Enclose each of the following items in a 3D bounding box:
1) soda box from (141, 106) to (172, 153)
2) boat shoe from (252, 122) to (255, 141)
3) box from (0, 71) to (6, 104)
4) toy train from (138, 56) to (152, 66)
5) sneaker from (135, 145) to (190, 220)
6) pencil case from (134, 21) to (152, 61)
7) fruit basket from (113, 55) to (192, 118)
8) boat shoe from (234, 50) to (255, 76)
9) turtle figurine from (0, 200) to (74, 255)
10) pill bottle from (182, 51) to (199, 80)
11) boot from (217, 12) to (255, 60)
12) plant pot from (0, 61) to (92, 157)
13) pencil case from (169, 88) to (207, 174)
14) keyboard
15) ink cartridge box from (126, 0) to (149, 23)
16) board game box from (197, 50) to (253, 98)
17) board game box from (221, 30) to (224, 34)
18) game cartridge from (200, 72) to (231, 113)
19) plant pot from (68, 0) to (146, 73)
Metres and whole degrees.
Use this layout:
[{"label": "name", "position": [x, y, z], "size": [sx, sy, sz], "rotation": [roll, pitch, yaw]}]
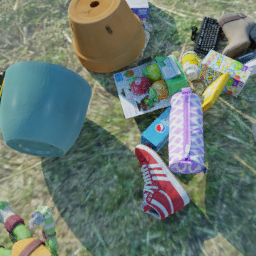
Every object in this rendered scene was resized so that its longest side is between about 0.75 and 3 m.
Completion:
[{"label": "soda box", "position": [1.304, -0.072, 9.563], "size": [0.663, 0.627, 1.956], "rotation": [37, 65, 20]}, {"label": "boat shoe", "position": [4.796, 0.600, 9.101], "size": [0.601, 0.728, 1.943], "rotation": [-20, 62, -10]}, {"label": "box", "position": [-5.484, -1.532, 10.584], "size": [1.715, 0.423, 1.369], "rotation": [0, 60, 0]}, {"label": "toy train", "position": [0.636, -2.510, 10.530], "size": [0.167, 0.224, 0.980], "rotation": [59, 40, -5]}, {"label": "sneaker", "position": [0.636, 1.624, 8.419], "size": [1.308, 0.829, 2.326], "rotation": [-31, 66, -21]}, {"label": "pencil case", "position": [0.430, -3.638, 11.674], "size": [0.811, 0.705, 1.813], "rotation": [21, 60, -5]}, {"label": "fruit basket", "position": [0.829, -1.618, 10.169], "size": [2.478, 1.162, 2.295], "rotation": [-14, 55, -3]}, {"label": "boat shoe", "position": [5.371, -2.795, 11.117], "size": [2.581, 0.926, 0.875], "rotation": [-21, 62, -4]}, {"label": "turtle figurine", "position": [-2.867, 2.782, 6.712], "size": [2.887, 2.977, 2.143], "rotation": [14, 89, 34]}, {"label": "pill bottle", "position": [2.472, -2.434, 11.015], "size": [0.602, 0.602, 1.070], "rotation": [2, 59, 1]}, {"label": "boot", "position": [4.382, -3.925, 11.648], "size": [2.619, 0.920, 1.915], "rotation": [-21, 68, -28]}, {"label": "plant pot", "position": [-2.629, -0.360, 8.654], "size": [2.731, 2.731, 2.192], "rotation": [5, 68, 3]}, {"label": "pencil case", "position": [1.751, 0.142, 8.502], "size": [1.078, 1.098, 2.568], "rotation": [-6, 59, 18]}, {"label": "keyboard", "position": [3.349, -4.056, 12.162], "size": [1.322, 0.282, 2.202], "rotation": [15, 61, 12]}, {"label": "ink cartridge box", "position": [0.008, -5.567, 12.705], "size": [1.716, 0.960, 2.516], "rotation": [-3, 57, -2]}, {"label": "board game box", "position": [3.628, -2.060, 10.619], "size": [1.704, 0.893, 0.877], "rotation": [31, 64, 18]}, {"label": "board game box", "position": [4.207, -4.409, 12.531], "size": [0.757, 0.074, 0.390], "rotation": [-29, 64, -17]}, {"label": "game cartridge", "position": [2.852, -1.119, 9.800], "size": [0.246, 1.339, 1.519], "rotation": [39, 64, -1]}, {"label": "plant pot", "position": [-0.933, -3.925, 10.709], "size": [2.947, 2.063, 2.947], "rotation": [-6, 61, 11]}]
